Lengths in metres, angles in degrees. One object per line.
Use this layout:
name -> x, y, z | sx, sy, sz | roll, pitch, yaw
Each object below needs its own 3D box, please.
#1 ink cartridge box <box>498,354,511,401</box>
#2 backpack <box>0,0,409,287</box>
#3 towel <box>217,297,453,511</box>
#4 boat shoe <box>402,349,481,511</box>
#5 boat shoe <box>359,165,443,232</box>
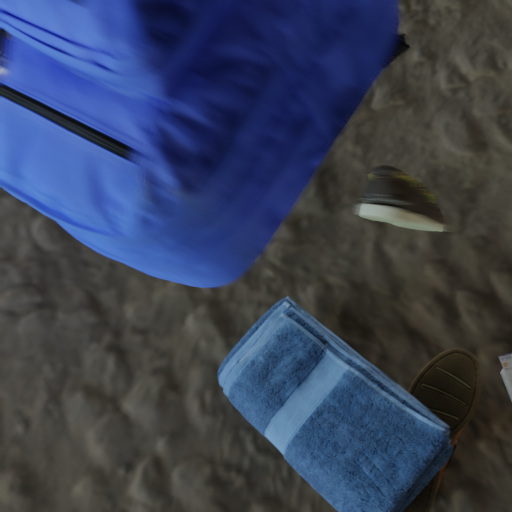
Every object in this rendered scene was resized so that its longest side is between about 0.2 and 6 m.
ink cartridge box -> 4.330, 1.920, 8.800 | 0.845, 0.186, 0.861 | -12, 68, -4
backpack -> -1.150, -2.316, 6.864 | 3.871, 3.997, 4.763 | 29, 88, 31
towel -> 0.972, 2.144, 7.917 | 1.807, 0.785, 3.236 | -47, 59, -8
boat shoe -> 2.493, 2.576, 8.211 | 0.925, 0.875, 2.573 | 26, 73, 21
boat shoe -> 1.987, -0.695, 7.274 | 0.748, 2.097, 0.631 | 10, 93, 31
